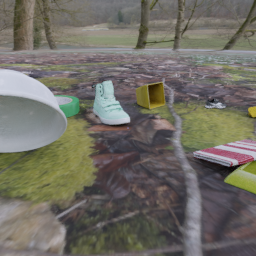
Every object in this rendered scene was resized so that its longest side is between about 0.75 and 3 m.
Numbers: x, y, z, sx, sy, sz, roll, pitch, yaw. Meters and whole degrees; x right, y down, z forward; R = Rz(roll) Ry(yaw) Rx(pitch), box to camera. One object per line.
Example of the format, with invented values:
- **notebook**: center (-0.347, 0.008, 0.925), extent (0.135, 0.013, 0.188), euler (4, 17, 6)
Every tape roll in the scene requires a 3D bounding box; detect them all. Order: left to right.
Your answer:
- **tape roll**: center (-3.096, -0.897, 11.696), extent (2.094, 0.503, 2.094), euler (1, 19, 0)

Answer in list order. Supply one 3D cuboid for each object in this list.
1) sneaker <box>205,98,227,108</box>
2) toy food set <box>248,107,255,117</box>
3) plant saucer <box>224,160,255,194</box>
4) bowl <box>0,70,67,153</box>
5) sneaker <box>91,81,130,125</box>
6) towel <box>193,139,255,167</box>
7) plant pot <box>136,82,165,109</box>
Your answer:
- **sneaker**: center (3.900, -1.090, 12.333), extent (0.956, 0.433, 0.318), euler (0, 21, -1)
- **toy food set**: center (5.193, -0.583, 11.215), extent (0.928, 0.303, 0.546), euler (-8, 45, -17)
- **plant saucer**: center (3.190, 1.080, 6.406), extent (1.424, 0.341, 1.422), euler (19, 27, 42)
- **bowl**: center (-3.040, -0.541, 7.039), extent (2.880, 2.880, 1.295), euler (-5, 63, -12)
- **sneaker**: center (-0.714, -1.012, 10.649), extent (0.887, 1.422, 2.411), euler (-10, 23, -29)
- **towel**: center (2.931, 0.646, 7.338), extent (2.007, 0.228, 1.446), euler (-10, 8, -24)
- **plant pot**: center (0.948, -1.481, 12.676), extent (1.060, 1.061, 0.935), euler (-18, 16, -40)
